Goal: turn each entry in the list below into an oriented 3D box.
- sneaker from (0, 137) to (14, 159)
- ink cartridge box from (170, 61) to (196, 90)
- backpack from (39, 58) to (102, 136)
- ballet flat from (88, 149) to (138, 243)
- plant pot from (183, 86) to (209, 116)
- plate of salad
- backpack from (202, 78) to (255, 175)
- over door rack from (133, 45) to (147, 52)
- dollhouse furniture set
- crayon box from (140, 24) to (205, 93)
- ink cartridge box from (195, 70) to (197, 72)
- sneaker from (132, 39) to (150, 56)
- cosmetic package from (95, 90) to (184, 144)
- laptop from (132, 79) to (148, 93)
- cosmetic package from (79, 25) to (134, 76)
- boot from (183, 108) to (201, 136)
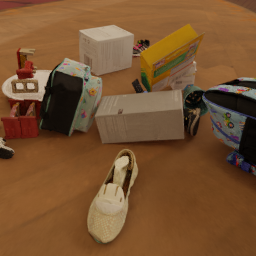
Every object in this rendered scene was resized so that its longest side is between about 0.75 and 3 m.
[{"bbox_3d":[-3.401,0.466,7.535,1.066,0.402,0.613,8,34,18],"label":"sneaker"},{"bbox_3d":[2.166,-2.183,11.208,0.827,1.128,0.824,-3,31,-4],"label":"ink cartridge box"},{"bbox_3d":[-1.689,-1.029,8.584,1.709,1.960,2.230,10,29,-15],"label":"backpack"},{"bbox_3d":[-0.309,1.267,5.904,0.782,0.723,2.318,6,32,10],"label":"ballet flat"},{"bbox_3d":[2.282,-0.980,9.528,0.948,0.948,0.928,1,23,1],"label":"plant pot"},{"bbox_3d":[-3.399,-1.553,10.659,2.565,0.616,2.565,3,36,-2],"label":"plate of salad"},{"bbox_3d":[3.355,-0.132,7.002,2.649,1.952,2.902,-23,35,-34],"label":"backpack"},{"bbox_3d":[-0.170,-4.019,14.696,1.956,0.651,1.445,34,52,24],"label":"over door rack"},{"bbox_3d":[-3.131,-0.992,8.107,0.957,2.354,1.267,-2,29,-11],"label":"dollhouse furniture set"},{"bbox_3d":[1.318,-2.183,9.105,1.768,2.812,0.725,-32,79,-3],"label":"crayon box"},{"bbox_3d":[1.981,-2.871,13.000,2.177,0.480,2.218,3,33,6],"label":"ink cartridge box"},{"bbox_3d":[0.593,-4.397,15.222,1.749,0.765,0.645,-26,40,-36],"label":"sneaker"},{"bbox_3d":[0.396,-0.329,7.968,2.363,1.066,1.262,-7,31,11],"label":"cosmetic package"},{"bbox_3d":[0.594,-1.501,10.601,0.434,0.841,0.746,-22,13,25],"label":"laptop"},{"bbox_3d":[-1.027,-3.644,13.003,1.965,1.635,1.645,-22,44,-32],"label":"cosmetic package"},{"bbox_3d":[1.597,-0.286,8.612,1.172,0.570,1.557,10,29,14],"label":"boot"}]
